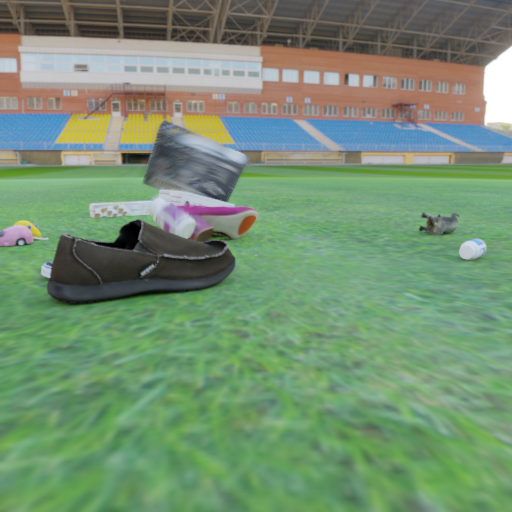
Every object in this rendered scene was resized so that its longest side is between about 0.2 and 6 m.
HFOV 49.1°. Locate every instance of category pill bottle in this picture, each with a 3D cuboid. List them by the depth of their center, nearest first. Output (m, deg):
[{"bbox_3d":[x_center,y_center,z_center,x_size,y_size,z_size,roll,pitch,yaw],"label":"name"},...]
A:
[{"bbox_3d":[3.921,-0.109,10.187,0.347,0.347,0.618,8,12,38],"label":"pill bottle"},{"bbox_3d":[-1.668,-0.729,10.917,0.913,0.513,0.513,38,26,21],"label":"pill bottle"}]

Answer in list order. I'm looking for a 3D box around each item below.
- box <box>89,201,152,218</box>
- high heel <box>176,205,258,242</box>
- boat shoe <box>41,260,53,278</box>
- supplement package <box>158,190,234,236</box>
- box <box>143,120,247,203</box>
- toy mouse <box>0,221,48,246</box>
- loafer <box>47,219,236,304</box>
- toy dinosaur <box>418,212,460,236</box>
[{"bbox_3d":[-4.098,-1.469,17.592,2.178,0.421,0.451,-6,12,-31],"label":"box"},{"bbox_3d":[-0.953,-0.913,12.302,1.174,0.823,2.442,37,26,22],"label":"high heel"},{"bbox_3d":[-2.448,0.071,8.570,1.641,0.556,0.589,0,10,1],"label":"boat shoe"},{"bbox_3d":[-1.435,-0.987,12.989,1.419,0.787,1.105,10,2,-40],"label":"supplement package"},{"bbox_3d":[-1.520,-2.105,13.688,2.174,1.722,0.525,22,46,-7],"label":"box"},{"bbox_3d":[-5.492,-0.472,12.041,2.109,0.408,1.874,7,13,36],"label":"toy mouse"},{"bbox_3d":[-1.457,-0.014,7.782,2.792,0.996,1.019,-8,13,-39],"label":"loafer"},{"bbox_3d":[4.492,-0.743,13.565,1.594,0.613,0.815,1,21,-36],"label":"toy dinosaur"}]
